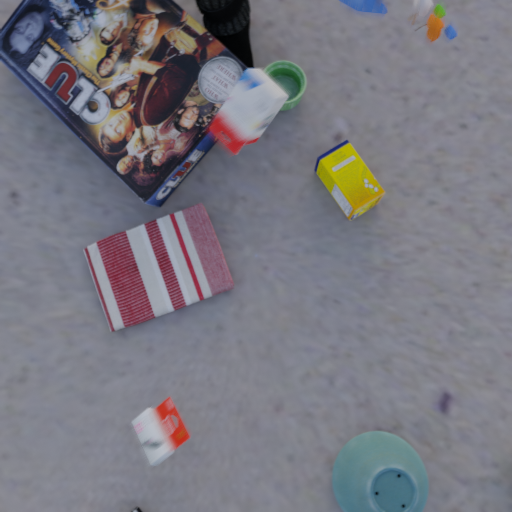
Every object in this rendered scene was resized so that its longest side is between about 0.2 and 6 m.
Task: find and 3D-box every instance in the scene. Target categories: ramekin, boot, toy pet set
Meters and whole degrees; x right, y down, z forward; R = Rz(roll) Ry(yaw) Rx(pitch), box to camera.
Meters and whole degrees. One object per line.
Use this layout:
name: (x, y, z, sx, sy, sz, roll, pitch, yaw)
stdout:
ramekin: (0.474, -3.051, 10.139, 0.838, 0.409, 0.838, 0, 78, 0)
boot: (-0.547, -3.855, 9.484, 1.014, 2.014, 2.694, -4, 78, -1)
toy pet set: (1.999, -3.838, 8.415, 1.518, 0.863, 1.626, 1, 63, -45)

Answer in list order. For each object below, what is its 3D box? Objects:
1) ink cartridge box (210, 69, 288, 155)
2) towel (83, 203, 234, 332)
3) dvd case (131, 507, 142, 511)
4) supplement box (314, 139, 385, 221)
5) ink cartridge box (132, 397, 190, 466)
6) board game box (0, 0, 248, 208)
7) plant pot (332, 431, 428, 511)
ink cartridge box: (-0.128, -2.112, 8.269, 0.643, 0.372, 1.107, 46, 122, 9)
towel: (-1.657, 0.194, 9.551, 2.207, 0.251, 1.589, -20, 81, -3)
dvd case: (-2.127, 5.168, 8.478, 2.097, 0.259, 1.576, -41, 81, -9)
supplement box: (1.592, -1.295, 9.654, 0.630, 0.626, 1.150, -32, 80, -6)
ink cartridge box: (-1.460, 2.655, 8.540, 0.686, 0.172, 0.790, -41, 56, 7)
board game box: (-2.290, -3.244, 9.621, 4.122, 0.713, 2.792, 44, 99, 8)
plant pot: (1.956, 3.470, 8.461, 1.487, 1.001, 1.487, 0, 78, -1)
